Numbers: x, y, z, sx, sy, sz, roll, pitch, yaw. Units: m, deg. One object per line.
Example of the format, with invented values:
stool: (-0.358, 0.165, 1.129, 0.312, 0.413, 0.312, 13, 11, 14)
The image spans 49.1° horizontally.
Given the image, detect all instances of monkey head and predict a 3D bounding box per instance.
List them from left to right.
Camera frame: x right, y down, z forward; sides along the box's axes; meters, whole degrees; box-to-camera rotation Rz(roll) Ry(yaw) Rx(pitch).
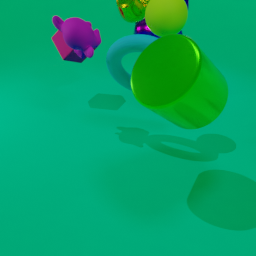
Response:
monkey head: (-1.249, -2.190, 7.009, 1.458, 1.049, 0.879, 44, 39, 11)

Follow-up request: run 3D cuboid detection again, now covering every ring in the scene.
ring: (0.376, -1.447, 6.683, 1.849, 1.849, 0.370, 8, 60, 13)

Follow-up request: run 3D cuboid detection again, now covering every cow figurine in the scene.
cow figurine: (0.938, -3.201, 9.290, 1.733, 0.951, 1.705, -6, 58, 27)

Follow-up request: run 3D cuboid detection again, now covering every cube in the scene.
cube: (-1.735, -2.806, 9.169, 0.915, 0.915, 0.915, -10, 68, -59)

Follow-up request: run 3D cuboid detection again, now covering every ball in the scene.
ball: (0.871, -2.576, 6.381, 0.962, 0.962, 0.962, 0, 31, 0)

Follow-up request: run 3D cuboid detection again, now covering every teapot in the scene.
teapot: (0.107, -3.564, 7.779, 1.778, 1.105, 0.870, 37, 6, 40)

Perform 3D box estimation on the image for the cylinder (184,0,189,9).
cylinder: (1.571, -4.630, 10.088, 1.046, 1.046, 1.046, -9, 31, 6)

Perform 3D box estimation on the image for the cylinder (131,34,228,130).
cylinder: (0.932, -0.761, 4.987, 1.308, 1.308, 1.308, 31, 5, 41)
